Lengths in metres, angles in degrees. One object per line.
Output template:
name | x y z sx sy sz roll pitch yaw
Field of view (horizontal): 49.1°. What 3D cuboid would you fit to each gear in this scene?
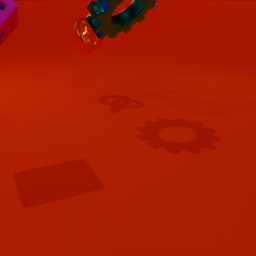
gear | -0.080 -2.712 6.200 1.802 1.802 0.333 -27 79 -42

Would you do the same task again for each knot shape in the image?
knot shape | -1.156 -2.710 8.082 0.686 1.484 1.388 23 34 1

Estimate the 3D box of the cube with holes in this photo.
cube with holes | -2.539 -1.816 4.579 1.000 1.000 1.000 -55 18 -9
